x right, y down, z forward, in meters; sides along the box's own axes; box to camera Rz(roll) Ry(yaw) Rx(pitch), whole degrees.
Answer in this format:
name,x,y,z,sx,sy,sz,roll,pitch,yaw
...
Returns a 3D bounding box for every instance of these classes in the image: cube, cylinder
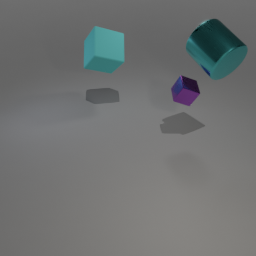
name,x,y,z,sx,sy,sz,roll,pitch,yaw
cube,-1.085,-3.425,12.490,1.400,1.400,1.400,5,-14,-27
cube,2.045,-1.326,10.020,0.700,0.700,0.700,15,47,-19
cylinder,2.831,-2.521,9.042,1.400,1.400,1.400,-18,61,-28
